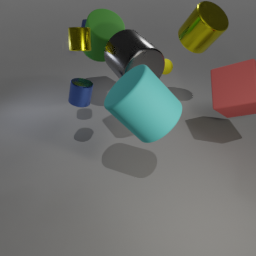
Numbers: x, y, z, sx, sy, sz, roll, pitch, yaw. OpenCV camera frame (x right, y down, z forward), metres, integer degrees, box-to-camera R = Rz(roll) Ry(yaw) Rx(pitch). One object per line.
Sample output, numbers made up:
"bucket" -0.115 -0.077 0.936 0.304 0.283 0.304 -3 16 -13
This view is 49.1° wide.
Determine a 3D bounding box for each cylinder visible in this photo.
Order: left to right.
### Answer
"cylinder" -1.517 -2.799 8.843 0.700 0.700 0.700 0 17 0
"cylinder" -1.478 -1.108 8.751 0.700 0.700 0.700 11 30 -7
"cylinder" -0.972 -3.460 10.560 1.400 1.400 1.400 7 67 -17
"cylinder" 0.177 -2.062 8.512 1.400 1.400 1.400 -15 46 -23
"cylinder" 0.370 -0.582 6.912 1.400 1.400 1.400 -38 26 22
"cylinder" 2.884 -3.860 10.832 1.400 1.400 1.400 9 65 -20

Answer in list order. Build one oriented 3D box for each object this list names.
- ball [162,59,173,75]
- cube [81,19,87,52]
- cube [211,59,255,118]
"ball" 1.667 -2.751 12.577 0.700 0.700 0.700 0 31 0
"cube" -1.292 -4.055 12.716 1.400 1.400 1.400 5 12 -35
"cube" 3.690 -1.237 9.275 1.400 1.400 1.400 -9 -16 36
